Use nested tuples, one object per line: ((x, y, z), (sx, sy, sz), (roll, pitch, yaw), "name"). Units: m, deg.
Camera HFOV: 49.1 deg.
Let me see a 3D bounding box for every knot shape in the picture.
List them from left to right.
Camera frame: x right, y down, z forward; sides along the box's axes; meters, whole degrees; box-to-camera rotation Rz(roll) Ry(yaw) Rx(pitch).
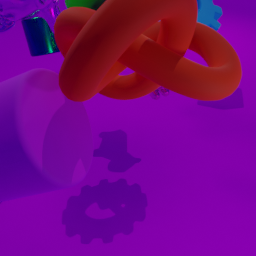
((-0.002, -0.729, 2.813), (1.838, 0.908, 1.965), (6, 9, 44), "knot shape")

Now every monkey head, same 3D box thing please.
((-1.868, -2.267, 5.035), (1.171, 1.399, 1.944), (-13, 53, 5), "monkey head")

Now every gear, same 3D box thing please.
((0.733, -2.000, 4.450), (1.597, 0.295, 1.597), (10, 61, -19), "gear")

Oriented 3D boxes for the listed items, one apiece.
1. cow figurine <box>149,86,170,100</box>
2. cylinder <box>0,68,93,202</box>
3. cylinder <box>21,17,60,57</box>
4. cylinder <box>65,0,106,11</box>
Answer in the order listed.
((0.503, -1.156, 5.069), (0.567, 1.033, 1.016), (-23, 71, -29), "cow figurine")
((-1.074, 0.117, 2.709), (1.097, 1.097, 1.097), (-15, 37, 20), "cylinder")
((-2.292, -2.507, 7.620), (0.949, 0.949, 0.949), (-9, 20, 3), "cylinder")
((-1.044, -3.987, 8.043), (1.305, 1.305, 1.305), (11, 59, -19), "cylinder")
